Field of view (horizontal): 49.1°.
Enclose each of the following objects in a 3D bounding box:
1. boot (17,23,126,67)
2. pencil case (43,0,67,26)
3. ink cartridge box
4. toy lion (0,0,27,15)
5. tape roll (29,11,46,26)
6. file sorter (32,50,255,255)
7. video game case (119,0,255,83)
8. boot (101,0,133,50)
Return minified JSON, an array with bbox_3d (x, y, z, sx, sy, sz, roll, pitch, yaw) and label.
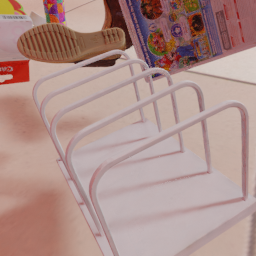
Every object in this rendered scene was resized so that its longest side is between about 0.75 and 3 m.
[{"bbox_3d":[-0.961,-1.319,5.112,1.808,0.654,1.504,-8,-3,-12],"label":"boot"},{"bbox_3d":[-1.793,-2.707,6.995,0.560,1.266,0.560,0,35,0],"label":"pencil case"},{"bbox_3d":[-2.601,-1.477,5.692,1.278,1.573,0.449,-13,41,-29],"label":"ink cartridge box"},{"bbox_3d":[-3.529,-2.825,5.831,2.642,0.907,2.532,-9,60,-51],"label":"toy lion"},{"bbox_3d":[-2.350,-2.901,7.864,0.891,0.312,0.891,31,9,-5],"label":"tape roll"},{"bbox_3d":[-0.004,0.181,3.743,1.851,1.661,2.668,-26,34,-16],"label":"file sorter"},{"bbox_3d":[1.162,-1.919,4.628,2.369,1.696,0.213,-17,19,9],"label":"video game case"},{"bbox_3d":[0.193,-3.028,6.988,1.939,2.331,0.843,5,-11,43],"label":"boot"}]
